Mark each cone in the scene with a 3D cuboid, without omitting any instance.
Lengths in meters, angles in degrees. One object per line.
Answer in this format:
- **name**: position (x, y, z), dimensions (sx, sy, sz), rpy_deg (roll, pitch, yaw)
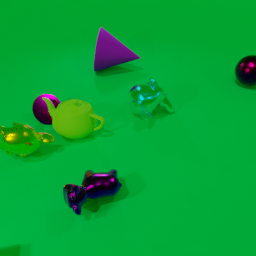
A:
- **cone**: position (-2.315, -0.629, 8.607), dimensions (0.916, 0.916, 0.920), rpy_deg (3, 12, 4)
- **cone**: position (-0.333, -2.839, 10.734), dimensions (1.671, 1.665, 1.665), rpy_deg (10, 37, -2)

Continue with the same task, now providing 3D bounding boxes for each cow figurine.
- **cow figurine**: position (-0.708, 1.268, 5.750), dimensions (1.183, 0.650, 1.164), rpy_deg (-5, 13, 0)

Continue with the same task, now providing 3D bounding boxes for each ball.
- **ball**: position (4.333, -2.030, 9.881), dimensions (1.066, 1.066, 1.066), rpy_deg (0, 37, 0)

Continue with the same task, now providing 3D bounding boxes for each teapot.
- **teapot**: position (-1.517, -0.351, 7.694), dimensions (1.950, 0.955, 1.212), rpy_deg (16, 34, 16)

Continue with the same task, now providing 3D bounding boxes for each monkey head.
- **monkey head**: position (-2.648, 0.170, 6.934), dimensions (1.490, 0.898, 1.072), rpy_deg (12, 52, -29)
- **monkey head**: position (0.655, -0.768, 8.562), dimensions (1.137, 1.357, 1.886), rpy_deg (-40, 27, 8)

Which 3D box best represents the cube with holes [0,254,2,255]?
- **cube with holes**: position (-2.568, 2.303, 4.539), dimensions (0.719, 0.719, 0.719), rpy_deg (-8, 38, -10)
